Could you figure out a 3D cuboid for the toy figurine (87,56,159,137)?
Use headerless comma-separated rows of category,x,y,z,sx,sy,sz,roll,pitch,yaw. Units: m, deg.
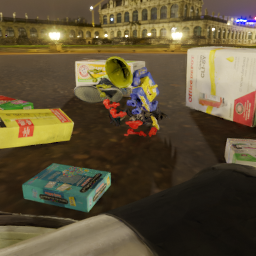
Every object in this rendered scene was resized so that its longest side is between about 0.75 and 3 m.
toy figurine,0.162,-1.012,7.116,1.184,2.245,1.345,-9,34,38

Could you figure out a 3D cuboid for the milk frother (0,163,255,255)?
milk frother,0.126,0.878,0.986,2.634,2.800,2.527,-12,25,-31

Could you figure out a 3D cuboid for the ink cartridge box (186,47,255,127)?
ink cartridge box,3.323,-1.492,9.213,1.239,2.156,2.970,-12,22,-27

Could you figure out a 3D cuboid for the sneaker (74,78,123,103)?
sneaker,-1.333,-1.595,11.530,1.931,0.734,1.395,3,28,-22

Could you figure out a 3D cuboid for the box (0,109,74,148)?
box,-2.427,-0.019,6.469,2.206,0.553,0.830,-4,33,-42

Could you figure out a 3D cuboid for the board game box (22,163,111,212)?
board game box,-1.000,0.963,4.716,1.169,0.274,0.883,6,19,19

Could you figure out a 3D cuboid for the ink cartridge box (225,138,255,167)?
ink cartridge box,2.406,0.608,5.496,0.803,0.466,1.109,3,18,10

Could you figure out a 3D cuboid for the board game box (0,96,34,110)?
board game box,-4.435,-0.642,9.429,2.042,0.412,1.563,14,23,35

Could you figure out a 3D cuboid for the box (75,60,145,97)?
box,-0.829,-2.373,13.029,2.872,1.456,1.616,7,18,22

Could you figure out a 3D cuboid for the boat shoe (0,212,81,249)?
boat shoe,-1.521,1.215,2.893,2.584,0.921,0.778,-4,22,-4

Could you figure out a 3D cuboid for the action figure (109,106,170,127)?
action figure,0.338,-0.515,8.316,1.778,0.907,1.057,-4,8,-8
